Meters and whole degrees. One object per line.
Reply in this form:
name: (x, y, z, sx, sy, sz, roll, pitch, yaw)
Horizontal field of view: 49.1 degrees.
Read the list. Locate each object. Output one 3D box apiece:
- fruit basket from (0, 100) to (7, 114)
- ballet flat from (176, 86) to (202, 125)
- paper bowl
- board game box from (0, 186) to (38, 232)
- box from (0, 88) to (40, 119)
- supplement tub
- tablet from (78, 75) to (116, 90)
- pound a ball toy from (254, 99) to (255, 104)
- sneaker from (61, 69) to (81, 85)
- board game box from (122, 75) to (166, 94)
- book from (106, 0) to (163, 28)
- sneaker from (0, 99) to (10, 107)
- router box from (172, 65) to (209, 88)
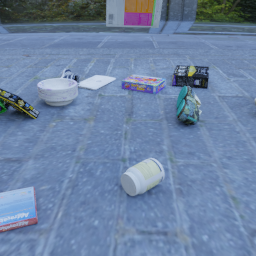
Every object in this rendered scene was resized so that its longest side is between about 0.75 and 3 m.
fruit basket: (-5.276, -0.713, 10.661, 0.822, 1.139, 1.139, -22, 25, 8)
ballet flat: (2.467, -0.870, 11.233, 1.049, 1.049, 2.826, 6, 29, 11)
paper bowl: (-3.083, -1.564, 12.410, 1.726, 0.898, 1.726, 0, 26, 0)
board game box: (-3.181, 1.913, 6.143, 2.234, 0.217, 1.150, -9, 26, -17)
box: (-4.336, -0.961, 10.969, 1.497, 1.195, 0.369, 21, 73, 35)
supplement tub: (0.365, 1.223, 7.007, 0.956, 0.693, 0.693, -22, 34, -36)
tablet: (-1.763, -2.494, 15.157, 1.420, 0.149, 2.182, 13, 30, 25)
pound a ball toy: (6.271, -1.076, 11.516, 2.638, 1.120, 1.720, -21, 0, -30)
sneaker: (-2.981, -2.690, 14.802, 0.997, 0.644, 1.837, -11, 32, 10)
board game box: (0.818, -2.270, 14.378, 1.920, 0.430, 1.291, 13, 29, 24)
book: (0.224, -4.704, 11.028, 2.153, 1.438, 0.517, 0, 38, -7)
sneaker: (-5.617, -1.139, 12.088, 1.597, 0.583, 0.893, 12, 9, 40)
router box: (3.466, -2.863, 15.362, 1.846, 0.613, 2.347, 7, 27, 13)
